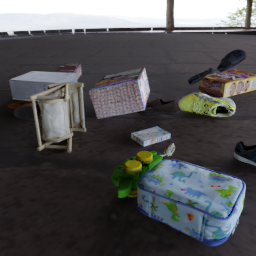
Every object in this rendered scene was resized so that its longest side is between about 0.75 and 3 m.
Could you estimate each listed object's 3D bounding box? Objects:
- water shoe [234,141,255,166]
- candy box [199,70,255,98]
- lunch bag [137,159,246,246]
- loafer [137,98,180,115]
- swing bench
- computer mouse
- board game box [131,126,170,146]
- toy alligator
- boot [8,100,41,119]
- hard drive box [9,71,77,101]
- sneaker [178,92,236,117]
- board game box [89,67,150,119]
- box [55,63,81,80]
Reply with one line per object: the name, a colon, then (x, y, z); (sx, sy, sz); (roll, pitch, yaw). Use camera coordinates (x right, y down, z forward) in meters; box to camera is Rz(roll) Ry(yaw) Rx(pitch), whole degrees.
water shoe: (3.753, 0.782, 7.947); (1.431, 0.565, 0.512); (14, 28, 29)
candy box: (5.418, -2.407, 14.899); (2.921, 0.825, 1.704); (-17, 30, -30)
lunch bag: (1.369, 1.456, 6.055); (2.068, 0.853, 1.663); (14, 29, 30)
loafer: (1.219, -0.952, 11.679); (1.881, 0.671, 0.686); (1, 24, 12)
swing bench: (-2.178, -0.415, 9.137); (1.174, 1.801, 1.810); (3, 24, 7)
computer mouse: (2.991, -2.095, 9.423); (2.621, 0.446, 0.768); (-26, -7, -26)
board game box: (0.780, 0.267, 9.582); (1.121, 0.192, 0.753); (-14, 28, -29)
toy alligator: (0.329, 0.953, 7.250); (0.737, 0.805, 2.716); (15, 28, 30)
boot: (-4.479, -0.892, 11.749); (1.708, 0.585, 1.608); (15, 28, 31)
hard drive box: (-4.111, -2.092, 13.922); (2.602, 0.999, 2.028); (7, 25, 15)
sneaker: (3.223, -0.929, 11.476); (2.321, 0.875, 0.887); (4, 24, 12)
board game box: (-0.241, -1.549, 11.878); (1.998, 1.214, 2.506); (-10, 21, 14)
box: (-3.590, -3.317, 16.958); (1.137, 0.851, 2.271); (0, 26, 0)
